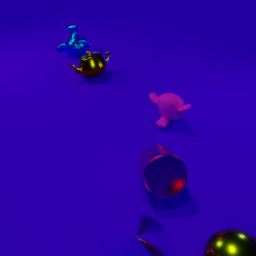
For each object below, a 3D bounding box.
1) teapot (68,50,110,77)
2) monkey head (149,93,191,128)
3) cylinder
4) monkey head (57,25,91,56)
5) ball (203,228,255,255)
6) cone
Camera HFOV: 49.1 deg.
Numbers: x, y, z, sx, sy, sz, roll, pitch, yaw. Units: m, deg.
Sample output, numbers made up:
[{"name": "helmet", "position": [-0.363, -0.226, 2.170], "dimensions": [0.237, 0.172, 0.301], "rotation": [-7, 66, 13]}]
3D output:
[{"name": "teapot", "position": [-1.398, -2.398, 10.336], "dimensions": [1.775, 0.869, 1.104], "rotation": [-30, 33, -25]}, {"name": "monkey head", "position": [1.152, -0.534, 8.146], "dimensions": [1.329, 0.801, 0.956], "rotation": [22, 56, 30]}, {"name": "cylinder", "position": [0.726, 0.920, 6.176], "dimensions": [0.948, 0.948, 0.948], "rotation": [-4, 10, -5]}, {"name": "monkey head", "position": [-2.224, -3.579, 11.617], "dimensions": [1.546, 1.112, 0.931], "rotation": [-4, 41, 17]}, {"name": "ball", "position": [1.814, 2.257, 4.750], "dimensions": [1.060, 1.060, 1.060], "rotation": [0, 40, 0]}, {"name": "cone", "position": [0.139, 1.925, 4.569], "dimensions": [1.422, 1.427, 1.422], "rotation": [-1, 58, 1]}]
